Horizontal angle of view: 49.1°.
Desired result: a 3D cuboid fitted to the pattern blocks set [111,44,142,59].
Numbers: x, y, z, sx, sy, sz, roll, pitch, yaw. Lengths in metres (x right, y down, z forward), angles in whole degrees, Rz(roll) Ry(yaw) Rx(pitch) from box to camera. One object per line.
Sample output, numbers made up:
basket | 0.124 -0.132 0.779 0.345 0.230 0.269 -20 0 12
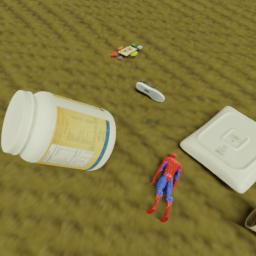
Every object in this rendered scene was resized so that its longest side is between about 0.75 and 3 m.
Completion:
pattern blocks set | -0.030 -3.011 10.936 0.987 0.091 1.123 24 52 33

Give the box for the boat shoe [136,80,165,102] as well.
boat shoe | 0.792 -1.272 9.433 1.086 0.380 0.360 29 52 10

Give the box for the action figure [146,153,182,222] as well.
action figure | 0.978 1.404 7.268 0.656 0.519 2.007 30 49 -5

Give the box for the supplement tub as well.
supplement tub | -1.694 0.089 7.002 2.377 1.719 1.719 16 41 -36

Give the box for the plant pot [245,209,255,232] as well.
plant pot | 3.245 2.227 6.294 0.846 0.846 0.775 -39 80 -27

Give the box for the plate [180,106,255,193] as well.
plate | 2.948 0.389 7.781 2.199 0.355 2.194 -36 53 -18
